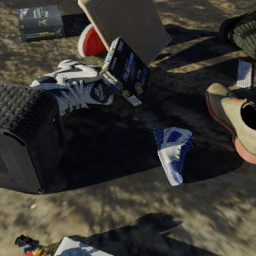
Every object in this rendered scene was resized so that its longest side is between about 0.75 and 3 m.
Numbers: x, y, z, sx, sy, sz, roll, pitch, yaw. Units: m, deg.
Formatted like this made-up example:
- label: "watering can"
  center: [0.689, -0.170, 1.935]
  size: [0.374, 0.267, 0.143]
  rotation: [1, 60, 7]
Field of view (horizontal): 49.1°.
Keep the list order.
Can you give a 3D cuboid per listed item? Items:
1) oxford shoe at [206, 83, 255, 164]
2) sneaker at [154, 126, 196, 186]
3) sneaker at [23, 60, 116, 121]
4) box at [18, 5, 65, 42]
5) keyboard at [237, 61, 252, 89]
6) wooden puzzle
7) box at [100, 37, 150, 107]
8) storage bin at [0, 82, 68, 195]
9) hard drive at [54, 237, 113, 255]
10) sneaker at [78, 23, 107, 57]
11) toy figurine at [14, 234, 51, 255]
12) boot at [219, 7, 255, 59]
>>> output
- label: "oxford shoe"
  center: [2.817, -0.436, 6.999]
  size: [0.959, 1.018, 2.722]
  rotation: [-11, 46, -11]
- label: "sneaker"
  center: [1.113, 0.442, 6.231]
  size: [0.875, 0.612, 1.516]
  rotation: [-18, 42, 9]
- label: "sneaker"
  center: [-1.313, -0.873, 7.351]
  size: [1.834, 1.125, 2.818]
  rotation: [6, 34, 18]
- label: "box"
  center: [-3.480, -4.212, 11.178]
  size: [1.651, 0.534, 2.094]
  rotation: [-10, 46, -12]
- label: "keyboard"
  center: [3.753, -1.736, 8.997]
  size: [0.419, 0.079, 1.489]
  rotation: [13, 46, 13]
- label: "wooden puzzle"
  center: [0.017, -3.281, 8.773]
  size: [0.518, 2.784, 2.575]
  rotation: [1, 44, 50]
- label: "box"
  center: [-0.015, -1.534, 7.663]
  size: [0.354, 1.415, 1.425]
  rotation: [-21, 39, 37]
- label: "storage bin"
  center: [-2.876, 0.143, 5.798]
  size: [2.790, 1.886, 1.308]
  rotation: [10, 45, 10]
- label: "hard drive"
  center: [-0.745, 3.188, 3.772]
  size: [1.936, 0.392, 2.935]
  rotation: [15, 46, 15]
- label: "sneaker"
  center: [-0.329, -3.156, 9.768]
  size: [1.615, 1.023, 2.872]
  rotation: [22, 46, 25]
- label: "toy figurine"
  center: [-1.641, 2.214, 4.479]
  size: [0.565, 0.800, 0.813]
  rotation: [24, 50, 14]
- label: "boot"
  center: [4.914, -3.419, 9.963]
  size: [2.778, 1.045, 2.077]
  rotation: [-25, 42, -10]
